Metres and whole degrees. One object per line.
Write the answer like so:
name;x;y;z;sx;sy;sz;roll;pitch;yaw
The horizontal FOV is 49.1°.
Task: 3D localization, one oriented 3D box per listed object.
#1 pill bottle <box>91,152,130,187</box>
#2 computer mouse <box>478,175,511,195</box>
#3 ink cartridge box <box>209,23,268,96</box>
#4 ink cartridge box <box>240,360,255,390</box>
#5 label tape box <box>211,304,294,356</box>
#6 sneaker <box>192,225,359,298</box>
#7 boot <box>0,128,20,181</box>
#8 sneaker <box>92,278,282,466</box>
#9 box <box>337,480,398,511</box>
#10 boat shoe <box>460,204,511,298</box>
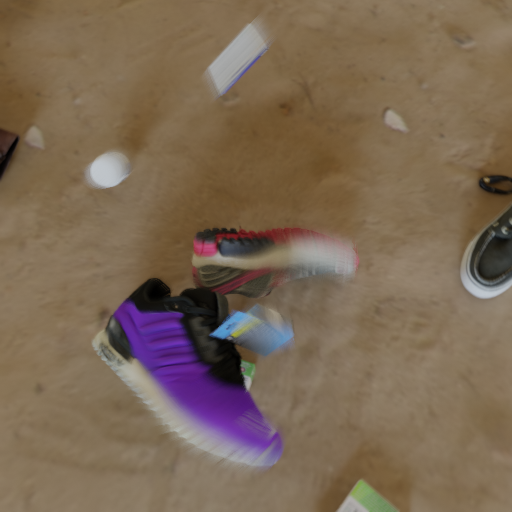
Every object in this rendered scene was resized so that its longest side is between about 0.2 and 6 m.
pill bottle;-2.518;-1.492;9.673;0.557;0.978;0.557;-1;103;-4
computer mouse;5.058;-1.523;10.292;1.969;0.335;0.577;-14;66;-6
ink cartridge box;-0.299;-3.396;9.815;1.121;0.228;1.123;-41;41;21
ink cartridge box;-0.498;2.031;8.501;0.703;0.408;0.971;17;65;8
label tape box;-0.045;0.931;7.339;0.888;0.641;0.281;27;40;-26
sneaker;0.314;0.125;8.933;2.781;1.121;1.038;-1;107;-20
boot;-5.482;-2.491;10.556;2.189;0.952;2.632;14;67;0
sneaker;-0.788;1.317;7.573;3.403;1.183;1.692;30;84;35
box;1.430;3.889;7.703;0.901;0.227;1.248;37;71;17
boat shoe;4.454;-0.459;9.512;0.948;0.782;2.762;39;70;17
